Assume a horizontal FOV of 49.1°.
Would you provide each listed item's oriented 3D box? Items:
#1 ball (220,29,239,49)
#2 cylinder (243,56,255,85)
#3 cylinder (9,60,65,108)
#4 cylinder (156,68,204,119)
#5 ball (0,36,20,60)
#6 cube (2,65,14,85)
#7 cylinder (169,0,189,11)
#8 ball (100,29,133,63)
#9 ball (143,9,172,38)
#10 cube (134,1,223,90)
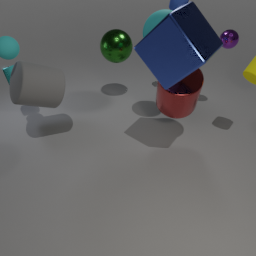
[{"bbox_3d":[3.786,-3.326,10.492,0.700,0.700,0.700,0,32,0],"label":"ball"},{"bbox_3d":[4.143,-1.835,8.867,0.700,0.700,0.700,-52,46,-1],"label":"cylinder"},{"bbox_3d":[-3.011,-1.414,9.288,1.400,1.400,1.400,4,24,-39],"label":"cylinder"},{"bbox_3d":[1.644,-1.239,9.160,1.400,1.400,1.400,-1,62,2],"label":"cylinder"},{"bbox_3d":[-3.693,-2.450,8.569,0.700,0.700,0.700,0,32,0],"label":"ball"},{"bbox_3d":[-4.244,-1.967,10.721,0.700,0.700,0.700,-24,-2,-10],"label":"cube"},{"bbox_3d":[1.979,-4.914,10.732,0.700,0.700,0.700,3,56,-4],"label":"cylinder"},{"bbox_3d":[-0.498,-3.489,11.967,1.400,1.400,1.400,0,32,0],"label":"ball"},{"bbox_3d":[1.173,-3.065,9.028,1.400,1.400,1.400,0,32,0],"label":"ball"},{"bbox_3d":[1.314,-2.116,7.250,1.400,1.400,1.400,-32,9,47],"label":"cube"}]
